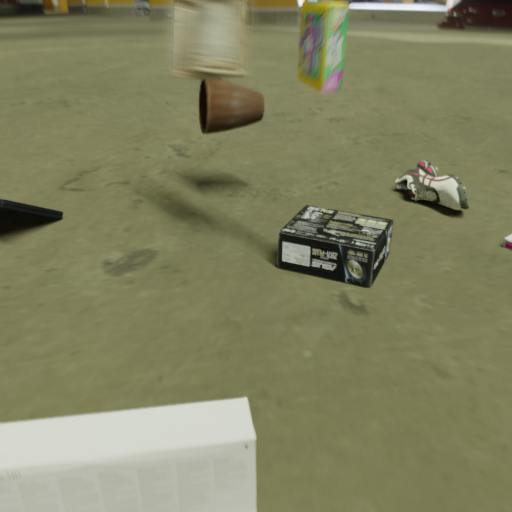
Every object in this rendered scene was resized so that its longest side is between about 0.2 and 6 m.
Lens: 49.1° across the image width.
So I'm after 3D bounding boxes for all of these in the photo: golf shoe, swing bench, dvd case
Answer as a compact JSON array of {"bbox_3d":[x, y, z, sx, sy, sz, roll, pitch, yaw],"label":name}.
[{"bbox_3d":[3.682,-1.331,11.684,0.856,0.750,1.944,-25,29,-4],"label":"golf shoe"},{"bbox_3d":[-0.772,-3.494,8.836,0.853,1.307,1.314,-2,14,-25],"label":"swing bench"},{"bbox_3d":[-5.092,-1.040,10.690,2.236,0.196,1.595,12,1,21],"label":"dvd case"}]

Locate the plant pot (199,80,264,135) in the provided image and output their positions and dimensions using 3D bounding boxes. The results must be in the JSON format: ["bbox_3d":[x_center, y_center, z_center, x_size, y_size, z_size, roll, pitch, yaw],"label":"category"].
[{"bbox_3d":[-0.489,-3.057,11.497,1.217,1.138,1.138,-2,27,-15],"label":"plant pot"}]

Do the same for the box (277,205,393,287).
[{"bbox_3d":[1.328,-0.208,9.339,1.597,0.688,1.308,12,30,21],"label":"box"}]

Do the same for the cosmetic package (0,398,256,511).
[{"bbox_3d":[-1.192,1.911,5.010,2.342,0.967,0.593,-4,29,-8],"label":"cosmetic package"}]

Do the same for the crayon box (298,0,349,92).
[{"bbox_3d":[0.877,-2.814,7.485,0.309,1.060,0.914,-7,28,-16],"label":"crayon box"}]

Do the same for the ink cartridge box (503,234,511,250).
[{"bbox_3d":[4.991,-0.290,10.015,1.075,0.226,0.641,-25,37,-34],"label":"ink cartridge box"}]
